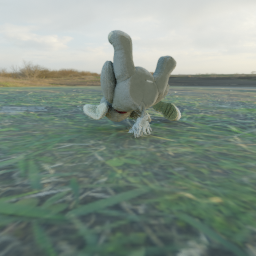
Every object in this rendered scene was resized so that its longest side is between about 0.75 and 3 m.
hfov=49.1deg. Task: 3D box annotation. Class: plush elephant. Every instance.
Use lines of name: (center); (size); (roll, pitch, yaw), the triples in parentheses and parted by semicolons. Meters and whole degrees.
plush elephant: (-0.079, -1.003, 8.114); (2.221, 2.697, 2.088); (9, -9, -33)

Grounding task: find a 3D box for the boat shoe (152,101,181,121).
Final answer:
boat shoe: (1.457, -0.600, 9.907); (0.514, 0.561, 1.502); (24, 11, -31)
